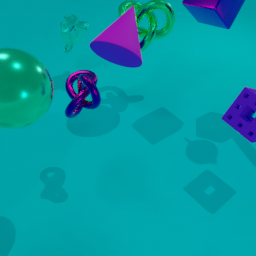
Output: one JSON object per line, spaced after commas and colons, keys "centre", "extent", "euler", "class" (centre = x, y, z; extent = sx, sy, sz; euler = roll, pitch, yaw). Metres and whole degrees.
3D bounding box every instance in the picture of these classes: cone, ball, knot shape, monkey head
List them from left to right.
{"centre": [-1.795, -0.603, 4.341], "extent": [1.245, 1.245, 1.245], "euler": [0, 44, 0], "class": "ball"}
{"centre": [-1.687, -3.131, 9.095], "extent": [1.023, 0.857, 1.422], "euler": [12, 64, 12], "class": "monkey head"}
{"centre": [-0.912, -0.725, 5.748], "extent": [0.518, 1.121, 1.049], "euler": [16, -9, -35], "class": "knot shape"}
{"centre": [-0.089, -2.682, 7.696], "extent": [1.512, 1.512, 1.518], "euler": [17, 84, 17], "class": "cone"}
{"centre": [0.436, -2.957, 8.241], "extent": [1.696, 0.784, 1.587], "euler": [18, 91, 11], "class": "knot shape"}

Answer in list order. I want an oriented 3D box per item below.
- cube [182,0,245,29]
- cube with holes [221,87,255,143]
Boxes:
{"centre": [2.148, -3.197, 6.880], "extent": [1.002, 1.002, 1.002], "euler": [33, 10, 39], "class": "cube"}
{"centre": [2.658, -0.273, 5.857], "extent": [0.806, 0.806, 0.806], "euler": [-2, 40, -47], "class": "cube with holes"}
